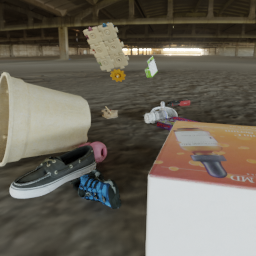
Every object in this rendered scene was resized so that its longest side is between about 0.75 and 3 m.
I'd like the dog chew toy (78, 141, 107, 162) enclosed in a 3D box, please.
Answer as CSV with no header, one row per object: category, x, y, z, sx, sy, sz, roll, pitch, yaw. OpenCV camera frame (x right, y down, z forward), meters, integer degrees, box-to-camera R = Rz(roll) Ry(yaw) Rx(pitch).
dog chew toy,-1.039,0.649,7.771,0.916,0.571,0.571,2,15,32

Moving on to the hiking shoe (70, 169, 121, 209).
hiking shoe,-0.643,1.316,5.655,0.663,0.569,1.529,-17,13,-24

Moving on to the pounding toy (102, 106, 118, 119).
pounding toy,-0.766,-0.745,12.342,0.554,0.555,0.968,-15,22,-30

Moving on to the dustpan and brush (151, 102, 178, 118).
dustpan and brush,1.581,-0.810,12.668,1.197,0.491,1.715,1,17,4

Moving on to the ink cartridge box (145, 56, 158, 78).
ink cartridge box,1.055,-2.925,13.388,0.313,0.827,0.611,3,39,37

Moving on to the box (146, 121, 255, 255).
box,1.665,1.005,4.800,2.180,1.522,2.863,5,17,15

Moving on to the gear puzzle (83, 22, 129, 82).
gear puzzle,-0.692,-3.092,11.764,1.413,2.728,0.357,-8,42,21

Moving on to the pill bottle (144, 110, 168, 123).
pill bottle,1.143,-0.450,11.475,0.865,0.492,0.492,-8,18,-25

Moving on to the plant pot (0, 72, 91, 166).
plant pot,-2.398,-0.176,7.950,2.254,2.463,2.463,3,13,-33

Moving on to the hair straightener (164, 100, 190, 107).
hair straightener,2.494,-1.267,14.685,1.556,0.318,0.599,-14,21,-26

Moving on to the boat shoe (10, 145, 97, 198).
boat shoe,-1.687,0.944,6.550,0.768,0.633,2.238,14,22,40

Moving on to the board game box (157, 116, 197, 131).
board game box,2.175,-0.059,10.589,1.169,0.314,1.947,-9,18,-41
